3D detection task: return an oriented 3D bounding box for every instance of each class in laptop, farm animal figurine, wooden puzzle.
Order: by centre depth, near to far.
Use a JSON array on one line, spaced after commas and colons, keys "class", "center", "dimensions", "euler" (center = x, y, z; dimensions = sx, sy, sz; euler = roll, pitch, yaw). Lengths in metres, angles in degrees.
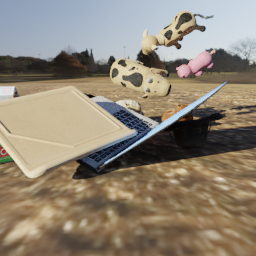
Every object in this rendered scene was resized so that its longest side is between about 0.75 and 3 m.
[{"class": "wooden puzzle", "center": [-1.091, -0.045, 4.242], "dimensions": [1.758, 0.354, 1.901], "euler": [-21, 42, -41]}, {"class": "laptop", "center": [0.012, -0.421, 4.657], "dimensions": [2.501, 1.449, 2.342], "euler": [27, 27, 20]}, {"class": "farm animal figurine", "center": [0.609, -1.347, 6.858], "dimensions": [2.707, 2.737, 1.427], "euler": [6, 6, 35]}]

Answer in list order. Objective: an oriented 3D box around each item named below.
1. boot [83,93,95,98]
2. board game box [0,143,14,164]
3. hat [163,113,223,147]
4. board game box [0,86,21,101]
[{"class": "boot", "center": [-1.648, -0.688, 8.121], "dimensions": [1.462, 0.510, 0.963], "euler": [-9, -25, -49]}, {"class": "board game box", "center": [-2.994, 0.159, 5.319], "dimensions": [2.945, 0.429, 1.982], "euler": [10, 14, 42]}, {"class": "hat", "center": [1.212, 0.100, 5.246], "dimensions": [1.305, 0.526, 1.305], "euler": [-14, 2, 1]}, {"class": "board game box", "center": [-3.332, -0.541, 7.125], "dimensions": [1.353, 0.279, 1.356], "euler": [-1, -29, -1]}]
